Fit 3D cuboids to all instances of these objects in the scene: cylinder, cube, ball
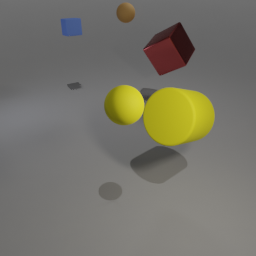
[{"bbox_3d":[1.322,-0.293,7.187,1.400,1.400,1.400,21,14,32],"label":"cylinder"},{"bbox_3d":[-2.504,-4.471,12.387,0.700,0.700,0.700,-15,27,-27],"label":"cube"},{"bbox_3d":[-0.083,-4.259,10.354,0.700,0.700,0.700,0,29,0],"label":"ball"},{"bbox_3d":[1.767,-3.329,11.893,1.400,1.400,1.400,-14,32,43],"label":"cube"},{"bbox_3d":[-0.068,-0.396,4.893,0.700,0.700,0.700,0,29,0],"label":"ball"}]
